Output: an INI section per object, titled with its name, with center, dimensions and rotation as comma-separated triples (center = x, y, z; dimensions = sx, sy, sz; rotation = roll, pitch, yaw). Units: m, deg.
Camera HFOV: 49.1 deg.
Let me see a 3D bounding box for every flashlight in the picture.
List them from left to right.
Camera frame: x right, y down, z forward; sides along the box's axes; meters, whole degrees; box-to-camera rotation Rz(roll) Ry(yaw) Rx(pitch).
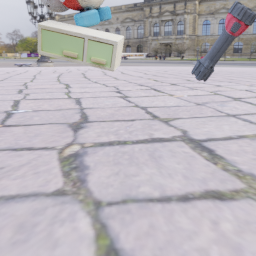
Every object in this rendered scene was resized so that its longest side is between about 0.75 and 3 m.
[flashlight]
center = 3.178, -2.874, 9.555
dimensions = 0.904, 2.670, 0.907
rotation = 3, 43, -37

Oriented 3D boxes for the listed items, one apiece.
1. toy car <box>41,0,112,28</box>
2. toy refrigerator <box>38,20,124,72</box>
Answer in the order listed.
[toy car]
center = -1.777, -3.689, 7.596
dimensions = 2.101, 1.937, 1.858
rotation = -4, 26, 20
[toy refrigerator]
center = -1.177, -2.038, 6.917
dimensions = 2.001, 0.760, 0.700
rotation = 15, 31, 6
